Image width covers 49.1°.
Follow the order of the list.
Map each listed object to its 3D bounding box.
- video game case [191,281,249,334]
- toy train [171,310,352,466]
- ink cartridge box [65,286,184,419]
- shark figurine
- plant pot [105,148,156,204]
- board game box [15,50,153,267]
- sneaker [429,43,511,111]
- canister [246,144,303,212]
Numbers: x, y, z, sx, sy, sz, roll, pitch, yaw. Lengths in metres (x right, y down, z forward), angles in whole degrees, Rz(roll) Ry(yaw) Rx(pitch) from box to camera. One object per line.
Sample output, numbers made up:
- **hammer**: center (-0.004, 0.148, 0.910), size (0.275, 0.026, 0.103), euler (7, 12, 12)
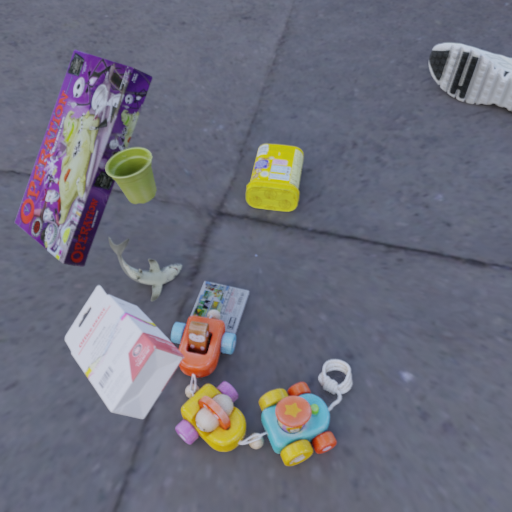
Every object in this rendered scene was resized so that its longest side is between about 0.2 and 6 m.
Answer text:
- **video game case**: center (-0.646, 0.904, 9.791), size (0.843, 0.102, 0.924), euler (12, 52, 9)
- **toy train**: center (-0.080, 1.851, 8.482), size (3.006, 0.836, 2.258), euler (13, 55, 10)
- **ink cartridge box**: center (-1.565, 1.052, 6.433), size (1.473, 0.497, 0.858), euler (36, 93, 43)
- **shark figurine**: center (-2.097, 0.259, 9.976), size (0.582, 1.395, 0.833), euler (9, 74, 56)
- **plant pot**: center (-1.543, -0.986, 7.183), size (0.599, 0.551, 0.599), euler (-8, 46, 8)
- **board game box**: center (-2.617, -1.479, 8.259), size (0.464, 2.875, 1.725), euler (14, 11, -45)
- **sneaker**: center (5.759, -4.287, 13.492), size (3.267, 1.228, 1.324), euler (28, 46, 14)
- **canister**: center (0.418, -1.647, 11.565), size (1.056, 0.615, 1.422), euler (7, 50, 6)
